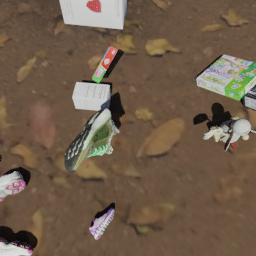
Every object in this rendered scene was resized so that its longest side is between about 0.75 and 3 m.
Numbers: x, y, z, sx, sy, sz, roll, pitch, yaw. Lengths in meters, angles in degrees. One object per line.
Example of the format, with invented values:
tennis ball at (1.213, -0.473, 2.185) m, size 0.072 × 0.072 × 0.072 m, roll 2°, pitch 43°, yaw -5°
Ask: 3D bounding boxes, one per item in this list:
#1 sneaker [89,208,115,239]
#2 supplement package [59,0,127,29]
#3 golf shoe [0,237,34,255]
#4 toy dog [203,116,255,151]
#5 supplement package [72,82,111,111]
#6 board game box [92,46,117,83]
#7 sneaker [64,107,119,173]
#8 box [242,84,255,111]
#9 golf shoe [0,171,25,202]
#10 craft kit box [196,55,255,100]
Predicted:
sneaker at (-0.698, 2.441, 7.347) m, size 0.389 × 0.354 × 0.880 m, roll 28°, pitch 64°, yaw 24°
supplement package at (-1.293, -5.034, 11.048) m, size 2.419 × 1.466 × 1.448 m, roll 7°, pitch 60°, yaw 4°
golf shoe at (-2.959, 3.079, 6.965) m, size 1.208 × 0.455 × 0.553 m, roll 9°, pitch 77°, yaw 6°
toy dog at (2.981, 0.246, 7.876) m, size 1.306 × 1.980 × 0.953 m, roll -27°, pitch 87°, yaw 25°
supplement package at (-1.164, -1.018, 9.169) m, size 1.114 × 0.651 × 0.653 m, roll 6°, pitch 60°, yaw 3°
board game box at (-0.708, -1.883, 8.325) m, size 0.218 × 0.827 × 1.081 m, roll 29°, pitch 98°, yaw -14°
sneaker at (-0.684, 0.352, 6.383) m, size 0.881 × 0.764 × 1.988 m, roll 46°, pitch 44°, yaw -16°
box at (5.223, -1.011, 8.512) m, size 2.084 × 0.566 × 2.602 m, roll -34°, pitch 36°, yaw -17°
golf shoe at (-3.546, 1.671, 7.764) m, size 1.368 × 0.515 × 0.626 m, roll -22°, pitch 44°, yaw -13°
craft kit box at (3.475, -1.757, 9.469) m, size 1.624 × 0.399 × 1.644 m, roll -43°, pitch 47°, yaw -19°
